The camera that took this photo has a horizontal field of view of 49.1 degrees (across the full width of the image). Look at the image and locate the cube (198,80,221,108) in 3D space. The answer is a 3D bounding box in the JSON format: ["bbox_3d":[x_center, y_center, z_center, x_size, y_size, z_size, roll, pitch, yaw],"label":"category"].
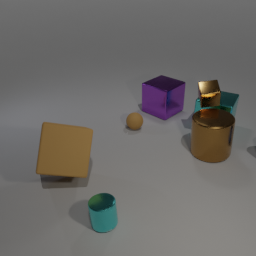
[{"bbox_3d":[2.977,-1.253,10.291,0.700,0.700,0.700,-7,50,9],"label":"cube"}]

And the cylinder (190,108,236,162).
[{"bbox_3d":[2.904,0.236,9.708,1.400,1.400,1.400,-3,30,2],"label":"cylinder"}]

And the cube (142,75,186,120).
[{"bbox_3d":[1.587,-1.407,12.649,1.400,1.400,1.400,26,40,38],"label":"cube"}]

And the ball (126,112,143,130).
[{"bbox_3d":[0.275,-0.288,11.426,0.700,0.700,0.700,0,30,0],"label":"ball"}]

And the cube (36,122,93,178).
[{"bbox_3d":[-1.912,0.608,8.333,1.400,1.400,1.400,8,0,-17],"label":"cube"}]

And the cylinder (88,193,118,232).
[{"bbox_3d":[-0.628,2.134,7.097,0.700,0.700,0.700,-4,25,2],"label":"cylinder"}]

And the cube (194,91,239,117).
[{"bbox_3d":[3.530,-0.620,11.302,1.400,1.400,1.400,15,33,25],"label":"cube"}]
